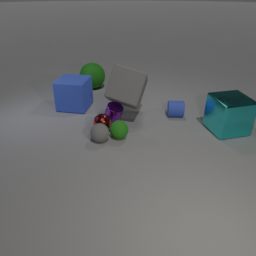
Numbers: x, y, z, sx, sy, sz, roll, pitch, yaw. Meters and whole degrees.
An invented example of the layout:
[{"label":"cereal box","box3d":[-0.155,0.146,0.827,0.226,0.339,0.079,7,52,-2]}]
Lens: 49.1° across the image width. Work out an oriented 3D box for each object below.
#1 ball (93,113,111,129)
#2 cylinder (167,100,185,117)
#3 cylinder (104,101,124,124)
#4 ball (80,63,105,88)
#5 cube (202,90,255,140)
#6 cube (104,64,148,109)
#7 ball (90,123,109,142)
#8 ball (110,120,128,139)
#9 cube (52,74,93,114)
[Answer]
[{"label":"ball","box3d":[-1.002,-0.220,10.965,0.700,0.700,0.700,0,28,0]},{"label":"cylinder","box3d":[2.105,-0.851,12.322,0.700,0.700,0.700,2,28,4]},{"label":"cylinder","box3d":[-0.608,-0.629,11.715,0.700,0.700,0.700,13,42,-12]},{"label":"ball","box3d":[-1.956,-2.880,15.403,1.400,1.400,1.400,0,28,0]},{"label":"cube","box3d":[3.950,-0.547,10.940,1.400,1.400,1.400,-7,31,-14]},{"label":"cube","box3d":[-0.047,-1.701,11.793,1.400,1.400,1.400,19,0,5]},{"label":"ball","box3d":[-1.049,0.181,10.360,0.700,0.700,0.700,0,28,0]},{"label":"ball","box3d":[-0.336,0.061,10.586,0.700,0.700,0.700,0,28,0]},{"label":"cube","box3d":[-2.512,-1.612,13.002,1.400,1.400,1.400,5,28,9]}]
